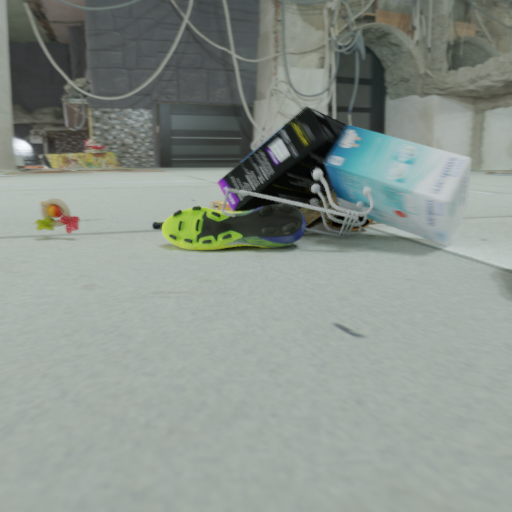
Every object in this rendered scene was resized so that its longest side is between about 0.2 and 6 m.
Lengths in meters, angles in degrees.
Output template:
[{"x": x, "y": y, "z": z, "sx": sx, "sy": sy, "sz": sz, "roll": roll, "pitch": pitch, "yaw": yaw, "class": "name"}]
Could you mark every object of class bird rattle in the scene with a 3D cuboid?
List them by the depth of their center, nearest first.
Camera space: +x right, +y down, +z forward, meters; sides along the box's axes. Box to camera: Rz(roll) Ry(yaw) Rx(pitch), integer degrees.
[{"x": -4.518, "y": -0.890, "z": 12.706, "sx": 1.006, "sy": 0.820, "sz": 0.567, "roll": -2, "pitch": 22, "yaw": 15, "class": "bird rattle"}]

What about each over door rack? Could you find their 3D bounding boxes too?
[{"x": 0.869, "y": -1.073, "z": 12.175, "sx": 3.049, "sy": 1.016, "sz": 2.253, "roll": 1, "pitch": -11, "yaw": 4, "class": "over door rack"}]

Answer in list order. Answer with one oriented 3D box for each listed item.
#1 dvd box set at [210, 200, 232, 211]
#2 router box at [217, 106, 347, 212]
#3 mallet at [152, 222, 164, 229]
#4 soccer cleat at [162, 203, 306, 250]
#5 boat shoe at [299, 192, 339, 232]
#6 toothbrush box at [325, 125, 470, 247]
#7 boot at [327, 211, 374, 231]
[{"x": -0.475, "y": -1.674, "z": 18.651, "sx": 1.731, "sy": 0.255, "sz": 1.267, "roll": 8, "pitch": 14, "yaw": 33, "class": "dvd box set"}, {"x": 1.263, "y": -2.075, "z": 13.805, "sx": 2.826, "sy": 0.968, "sz": 3.789, "roll": -36, "pitch": -18, "yaw": 27, "class": "router box"}, {"x": -1.425, "y": -0.822, "z": 14.179, "sx": 2.446, "sy": 0.503, "sz": 0.805, "roll": 1, "pitch": 11, "yaw": 25, "class": "mallet"}, {"x": -0.459, "y": -0.486, "z": 11.896, "sx": 3.036, "sy": 0.981, "sz": 1.270, "roll": -4, "pitch": -21, "yaw": 7, "class": "soccer cleat"}, {"x": 1.656, "y": -1.037, "z": 13.561, "sx": 1.808, "sy": 0.583, "sz": 0.644, "roll": -25, "pitch": -20, "yaw": -2, "class": "boat shoe"}, {"x": 3.032, "y": -1.485, "z": 11.911, "sx": 2.670, "sy": 1.139, "sz": 1.955, "roll": 22, "pitch": -16, "yaw": 26, "class": "toothbrush box"}, {"x": 2.783, "y": -1.030, "z": 14.615, "sx": 2.108, "sy": 0.742, "sz": 1.509, "roll": -7, "pitch": 16, "yaw": -6, "class": "boot"}]
